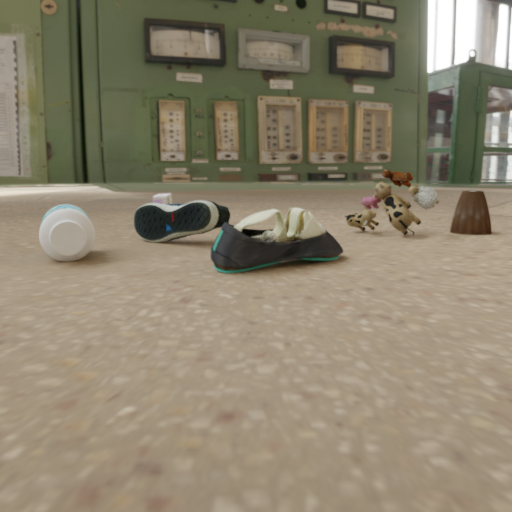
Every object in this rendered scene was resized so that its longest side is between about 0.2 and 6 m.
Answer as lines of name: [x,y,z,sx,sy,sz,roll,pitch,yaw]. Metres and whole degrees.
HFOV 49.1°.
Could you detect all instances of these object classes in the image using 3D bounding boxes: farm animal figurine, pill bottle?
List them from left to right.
pill bottle: [-3.208,-0.391,9.511,0.880,0.880,1.589,-3,10,-20]
farm animal figurine: [2.922,-1.128,12.597,0.930,1.785,1.765,23,19,-44]

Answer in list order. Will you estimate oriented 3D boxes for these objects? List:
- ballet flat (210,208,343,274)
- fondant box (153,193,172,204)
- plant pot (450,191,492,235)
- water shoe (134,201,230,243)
ballet flat: [0.455,-0.303,8.886,2.621,0.957,0.957,-7,11,-37]
fondant box: [-2.309,-1.096,13.898,0.342,0.847,1.175,-2,9,-3]
plant pot: [5.001,-1.015,12.997,0.920,0.984,0.920,0,9,0]
water shoe: [-1.540,-0.673,11.465,2.251,0.805,0.888,1,0,36]
